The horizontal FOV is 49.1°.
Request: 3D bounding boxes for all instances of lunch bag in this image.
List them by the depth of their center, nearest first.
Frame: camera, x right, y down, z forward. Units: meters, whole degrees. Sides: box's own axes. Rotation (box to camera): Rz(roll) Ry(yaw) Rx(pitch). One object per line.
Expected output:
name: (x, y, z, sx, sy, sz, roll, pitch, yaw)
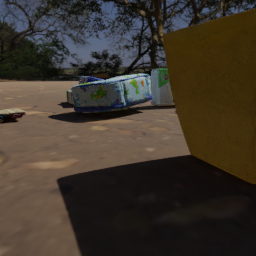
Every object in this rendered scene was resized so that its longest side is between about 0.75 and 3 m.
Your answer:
lunch bag: (-0.548, -1.254, 9.994, 2.157, 1.106, 2.684, 2, 15, 35)

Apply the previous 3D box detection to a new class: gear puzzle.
gear puzzle: (-3.915, -0.416, 8.809, 1.070, 0.270, 2.065, -9, 11, -30)

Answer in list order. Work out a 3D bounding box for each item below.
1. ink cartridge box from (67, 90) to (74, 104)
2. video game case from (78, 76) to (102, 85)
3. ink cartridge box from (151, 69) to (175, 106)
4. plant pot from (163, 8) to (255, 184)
ink cartridge box: (-2.079, -1.381, 12.627, 1.021, 0.589, 1.397, -5, 13, -27)
video game case: (-0.875, -1.865, 13.282, 2.660, 0.605, 2.411, 12, 5, -19)
ink cartridge box: (2.094, -1.748, 11.973, 2.095, 1.529, 0.881, -4, 8, -18)
plant pot: (2.042, -0.455, 4.253, 2.331, 2.056, 2.331, -5, 12, -20)
